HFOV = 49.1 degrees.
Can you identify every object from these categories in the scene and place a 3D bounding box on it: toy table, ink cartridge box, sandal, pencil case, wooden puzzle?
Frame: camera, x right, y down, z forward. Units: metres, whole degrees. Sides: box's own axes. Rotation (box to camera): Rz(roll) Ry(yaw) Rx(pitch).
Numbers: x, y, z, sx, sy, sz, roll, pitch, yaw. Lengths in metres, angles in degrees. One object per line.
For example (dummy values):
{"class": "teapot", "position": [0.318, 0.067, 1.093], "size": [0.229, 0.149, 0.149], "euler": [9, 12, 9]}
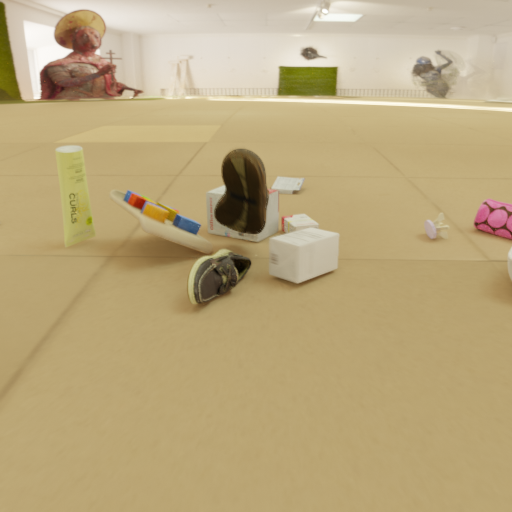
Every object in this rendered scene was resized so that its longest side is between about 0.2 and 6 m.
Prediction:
{"class": "toy table", "position": [4.119, -0.647, 12.758], "size": [0.388, 0.610, 0.663], "euler": [-14, 22, 4]}
{"class": "ink cartridge box", "position": [0.974, -2.124, 16.947], "size": [0.878, 0.178, 0.877], "euler": [6, 33, 15]}
{"class": "sandal", "position": [-0.223, -1.290, 11.127], "size": [1.125, 2.754, 0.752], "euler": [21, 61, 10]}
{"class": "pencil case", "position": [5.882, -0.810, 12.741], "size": [0.803, 0.829, 1.769], "euler": [-27, 31, -35]}
{"class": "ink cartridge box", "position": [-0.318, -1.027, 13.032], "size": [1.413, 1.027, 1.022], "euler": [11, 24, 28]}
{"class": "wooden puzzle", "position": [-1.981, -0.839, 11.915], "size": [1.823, 0.456, 1.968], "euler": [21, 12, -41]}
{"class": "ink cartridge box", "position": [1.014, -0.673, 13.065], "size": [0.612, 0.352, 0.843], "euler": [-7, 22, -17]}

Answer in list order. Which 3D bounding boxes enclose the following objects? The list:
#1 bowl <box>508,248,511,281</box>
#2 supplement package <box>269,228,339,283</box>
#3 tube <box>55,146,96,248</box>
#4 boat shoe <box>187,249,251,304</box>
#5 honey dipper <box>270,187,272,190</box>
{"class": "bowl", "position": [5.605, 0.309, 9.910], "size": [2.037, 0.761, 2.040], "euler": [15, 25, 34]}
{"class": "supplement package", "position": [0.916, -0.036, 10.644], "size": [0.729, 0.738, 1.218], "euler": [16, 23, 42]}
{"class": "tube", "position": [-3.858, -1.267, 11.985], "size": [0.615, 2.120, 0.550], "euler": [-3, 26, -10]}
{"class": "boat shoe", "position": [-0.622, 0.311, 9.960], "size": [0.636, 0.718, 1.961], "euler": [1, 20, 18]}
{"class": "honey dipper", "position": [0.772, -2.130, 17.246], "size": [0.786, 0.149, 0.149], "euler": [-15, 25, -26]}
